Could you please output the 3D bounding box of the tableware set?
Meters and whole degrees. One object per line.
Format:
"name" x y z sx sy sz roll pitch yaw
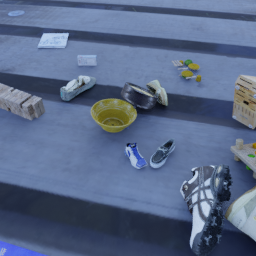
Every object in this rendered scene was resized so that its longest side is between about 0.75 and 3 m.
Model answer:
"tableware set" 2.784 -2.632 12.785 1.168 0.266 1.734 -10 42 -15

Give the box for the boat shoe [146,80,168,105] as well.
"boat shoe" 1.175 -1.387 11.186 0.510 0.591 1.620 -16 43 -3

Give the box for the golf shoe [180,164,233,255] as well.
"golf shoe" 1.888 2.045 7.306 1.237 1.018 2.619 2 38 32

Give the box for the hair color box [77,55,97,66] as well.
"hair color box" -1.911 -3.191 13.221 0.884 0.437 0.268 0 43 0

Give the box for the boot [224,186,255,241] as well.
"boot" 3.960 2.196 7.031 2.448 0.882 1.894 -27 48 -20

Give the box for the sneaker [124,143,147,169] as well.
"sneaker" 0.191 0.796 8.784 0.393 0.561 0.972 -24 48 -23

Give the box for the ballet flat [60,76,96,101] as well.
"ballet flat" -2.004 -1.800 11.570 0.658 0.622 1.953 26 48 25

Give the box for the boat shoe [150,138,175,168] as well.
"boat shoe" 1.097 0.742 8.920 0.455 0.447 1.261 23 47 25

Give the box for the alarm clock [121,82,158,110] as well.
"alarm clock" 0.431 -1.231 10.731 1.350 0.666 2.001 25 19 -1

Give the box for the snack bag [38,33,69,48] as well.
"snack bag" -4.006 -4.727 15.102 1.475 0.167 1.565 -2 43 -3

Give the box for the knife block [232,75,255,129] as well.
"knife block" 4.707 -1.286 9.591 2.435 2.774 0.887 -43 55 -13

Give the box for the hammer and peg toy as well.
"hammer and peg toy" 4.169 0.947 8.082 1.546 0.741 2.102 -7 23 -8

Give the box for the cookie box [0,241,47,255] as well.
"cookie box" -2.503 3.455 5.706 2.098 0.788 1.795 12 44 12

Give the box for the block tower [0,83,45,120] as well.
"block tower" -4.417 -1.067 10.718 2.500 0.723 0.675 18 45 20

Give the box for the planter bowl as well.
"planter bowl" -0.516 -0.314 9.885 1.601 0.667 1.601 4 41 -4
